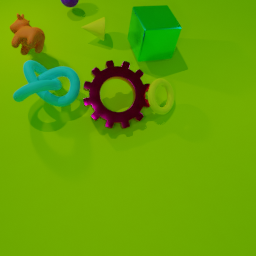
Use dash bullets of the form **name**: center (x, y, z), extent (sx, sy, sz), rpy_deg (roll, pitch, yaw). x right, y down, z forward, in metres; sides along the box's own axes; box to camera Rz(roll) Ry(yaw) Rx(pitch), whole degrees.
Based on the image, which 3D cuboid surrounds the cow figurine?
- **cow figurine**: center (-3.474, -3.317, 9.769), extent (1.533, 0.841, 1.508), rpy_deg (2, 69, 25)

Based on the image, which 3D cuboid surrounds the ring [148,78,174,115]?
- **ring**: center (1.060, -0.993, 8.858), extent (0.228, 1.141, 1.141), rpy_deg (1, 51, 48)

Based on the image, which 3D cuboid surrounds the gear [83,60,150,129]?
- **gear**: center (-0.338, -1.024, 8.728), extent (2.095, 0.387, 2.095), rpy_deg (0, 88, -10)

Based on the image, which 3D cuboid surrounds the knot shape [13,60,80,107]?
- **knot shape**: center (-2.666, -1.489, 8.948), extent (2.039, 0.942, 1.908), rpy_deg (-11, 43, -22)

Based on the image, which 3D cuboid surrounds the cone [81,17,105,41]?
- **cone**: center (-1.308, -3.689, 10.359), extent (0.849, 0.846, 0.846), rpy_deg (1, 61, -10)

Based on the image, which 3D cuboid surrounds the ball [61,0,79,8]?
- **ball**: center (-2.305, -5.148, 11.028), extent (0.744, 0.744, 0.744), rpy_deg (0, 62, 0)

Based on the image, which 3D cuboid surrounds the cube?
- **cube**: center (0.870, -3.302, 9.786), extent (1.335, 1.335, 1.335), rpy_deg (-9, 56, -16)
